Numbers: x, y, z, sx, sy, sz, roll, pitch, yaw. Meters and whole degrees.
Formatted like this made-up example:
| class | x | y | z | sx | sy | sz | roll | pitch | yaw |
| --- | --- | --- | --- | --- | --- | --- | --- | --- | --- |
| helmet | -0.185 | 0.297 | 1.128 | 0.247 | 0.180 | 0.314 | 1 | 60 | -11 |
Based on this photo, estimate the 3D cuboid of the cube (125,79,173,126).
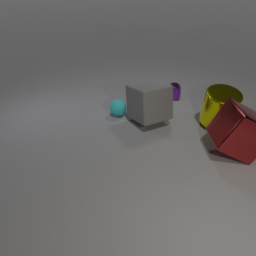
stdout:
| class | x | y | z | sx | sy | sz | roll | pitch | yaw |
| --- | --- | --- | --- | --- | --- | --- | --- | --- | --- |
| cube | 0.858 | -1.059 | 11.316 | 1.400 | 1.400 | 1.400 | -16 | 26 | -26 |

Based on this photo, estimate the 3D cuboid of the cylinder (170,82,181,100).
| class | x | y | z | sx | sy | sz | roll | pitch | yaw |
| --- | --- | --- | --- | --- | --- | --- | --- | --- | --- |
| cylinder | 2.273 | -1.816 | 13.873 | 0.700 | 0.700 | 0.700 | 7 | 30 | 11 |

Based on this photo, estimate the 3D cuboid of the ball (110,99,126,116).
| class | x | y | z | sx | sy | sz | roll | pitch | yaw |
| --- | --- | --- | --- | --- | --- | --- | --- | --- | --- |
| ball | -0.434 | -0.887 | 12.121 | 0.700 | 0.700 | 0.700 | 0 | 30 | 0 |

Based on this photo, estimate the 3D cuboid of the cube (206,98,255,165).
| class | x | y | z | sx | sy | sz | roll | pitch | yaw |
| --- | --- | --- | --- | --- | --- | --- | --- | --- | --- |
| cube | 3.721 | 0.097 | 9.355 | 1.400 | 1.400 | 1.400 | 24 | 26 | -15 |

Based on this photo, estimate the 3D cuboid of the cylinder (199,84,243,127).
| class | x | y | z | sx | sy | sz | roll | pitch | yaw |
| --- | --- | --- | --- | --- | --- | --- | --- | --- | --- |
| cylinder | 3.666 | -0.805 | 11.131 | 1.400 | 1.400 | 1.400 | 1 | 42 | -1 |
